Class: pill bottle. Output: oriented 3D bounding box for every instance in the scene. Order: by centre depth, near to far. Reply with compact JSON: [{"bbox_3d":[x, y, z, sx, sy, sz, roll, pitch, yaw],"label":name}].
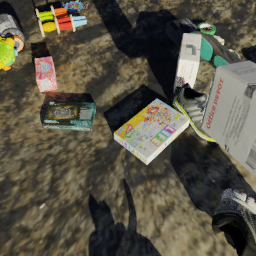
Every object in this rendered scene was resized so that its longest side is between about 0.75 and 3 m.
[{"bbox_3d":[-4.719,-3.763,11.223,0.913,0.913,1.719,-22,55,-17],"label":"pill bottle"}]

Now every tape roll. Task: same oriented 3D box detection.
[{"bbox_3d":[3.371,-4.261,12.082,0.783,0.188,0.783,0,52,0],"label":"tape roll"}]

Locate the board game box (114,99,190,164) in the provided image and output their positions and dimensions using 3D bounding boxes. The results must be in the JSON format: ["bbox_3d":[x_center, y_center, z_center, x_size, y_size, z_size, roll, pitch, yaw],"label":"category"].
[{"bbox_3d":[0.740,0.036,8.506,1.331,0.339,1.979,36,60,26],"label":"board game box"}]

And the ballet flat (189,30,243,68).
[{"bbox_3d":[3.391,-2.794,10.443,0.990,0.990,2.709,-27,62,-20],"label":"ballet flat"}]

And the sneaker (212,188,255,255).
[{"bbox_3d":[3.003,2.568,6.062,1.214,1.024,2.776,-37,55,-26],"label":"sneaker"}]

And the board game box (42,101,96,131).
[{"bbox_3d":[-1.858,-0.397,8.941,1.565,0.220,1.058,3,51,2],"label":"board game box"}]

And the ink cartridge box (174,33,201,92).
[{"bbox_3d":[2.081,-2.233,9.790,0.687,1.195,2.041,10,52,8],"label":"ink cartridge box"}]

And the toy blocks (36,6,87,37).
[{"bbox_3d":[-2.874,-4.733,12.130,1.951,0.709,1.626,-14,53,-11],"label":"toy blocks"}]

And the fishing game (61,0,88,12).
[{"bbox_3d":[-2.574,-5.849,13.370,1.279,0.199,0.916,6,54,4],"label":"fishing game"}]

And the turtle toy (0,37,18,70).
[{"bbox_3d":[-4.836,-2.745,10.409,1.695,0.857,1.235,20,77,18],"label":"turtle toy"}]

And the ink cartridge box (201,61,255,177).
[{"bbox_3d":[2.578,-0.113,5.436,0.929,1.601,2.219,-15,41,-23],"label":"ink cartridge box"}]

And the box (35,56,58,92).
[{"bbox_3d":[-2.908,-1.923,9.939,0.628,0.579,1.223,-10,52,-8],"label":"box"}]

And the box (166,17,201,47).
[{"bbox_3d":[2.272,-3.994,11.619,0.986,0.564,1.083,-18,53,-16],"label":"box"}]

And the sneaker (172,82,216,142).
[{"bbox_3d":[2.243,-0.487,8.550,0.851,0.933,2.305,-31,57,-22],"label":"sneaker"}]
